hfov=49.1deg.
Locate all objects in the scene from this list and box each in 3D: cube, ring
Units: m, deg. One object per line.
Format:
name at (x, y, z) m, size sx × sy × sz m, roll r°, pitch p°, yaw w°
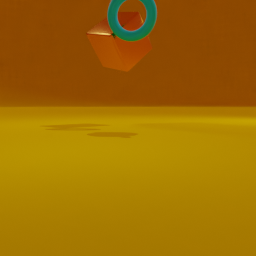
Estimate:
cube at (-0.261, -2.821, 9.089) m, size 1.322 × 1.322 × 1.322 m, roll 23°, pitch 61°, yaw 44°
ring at (0.103, -3.122, 7.740) m, size 1.402 × 1.402 × 0.280 m, roll 1°, pitch 13°, yaw 15°
